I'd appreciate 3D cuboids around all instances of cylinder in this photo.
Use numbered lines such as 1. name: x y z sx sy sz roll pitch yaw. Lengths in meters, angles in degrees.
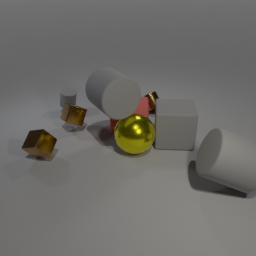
1. cylinder: 0.057 -0.494 10.785 1.400 1.400 1.400 0 28 1
2. cylinder: -2.625 -1.296 12.277 0.700 0.700 0.700 8 37 -6
3. cylinder: -0.511 -1.157 9.231 1.400 1.400 1.400 -15 30 -25
4. cylinder: 2.801 0.875 7.638 1.400 1.400 1.400 21 28 -7
5. cylinder: 1.082 -1.164 12.488 0.700 0.700 0.700 -25 -9 -4

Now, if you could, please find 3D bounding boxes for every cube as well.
1. cube: -2.124 -0.533 10.934 0.700 0.700 0.700 17 3 -33
2. cube: -2.905 0.524 9.221 0.700 0.700 0.700 -6 55 32
3. cube: 1.687 -0.155 10.152 1.400 1.400 1.400 2 29 4

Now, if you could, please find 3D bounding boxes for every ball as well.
1. ball: 0.225 0.189 9.528 1.400 1.400 1.400 0 28 0
